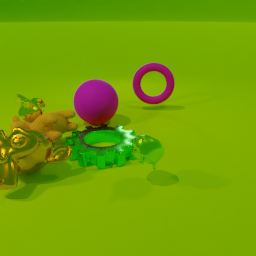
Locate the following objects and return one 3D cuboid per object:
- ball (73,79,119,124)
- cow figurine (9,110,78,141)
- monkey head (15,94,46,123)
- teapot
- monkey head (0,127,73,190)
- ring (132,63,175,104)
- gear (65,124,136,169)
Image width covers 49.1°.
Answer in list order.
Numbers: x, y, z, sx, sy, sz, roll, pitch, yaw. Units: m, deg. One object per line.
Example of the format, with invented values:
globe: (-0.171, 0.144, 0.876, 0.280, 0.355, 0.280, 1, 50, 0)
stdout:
ball: (-0.981, -0.803, 8.632, 1.385, 1.385, 1.385, 0, 23, 0)
cow figurine: (-2.210, -0.041, 7.196, 1.431, 0.798, 1.455, 0, 18, 30)
monkey head: (-2.766, -0.461, 7.642, 0.964, 1.340, 0.807, 28, 44, -5)
teapot: (0.381, 0.486, 5.569, 0.675, 1.085, 0.531, 12, 67, 38)
monkey head: (-2.193, 0.677, 5.818, 1.904, 1.147, 1.370, -8, 64, 16)
ring: (0.883, -1.525, 9.712, 1.463, 1.463, 0.293, 2, 22, 4)
gear: (-0.632, 0.409, 7.106, 1.840, 0.340, 1.840, 0, 23, 0)
